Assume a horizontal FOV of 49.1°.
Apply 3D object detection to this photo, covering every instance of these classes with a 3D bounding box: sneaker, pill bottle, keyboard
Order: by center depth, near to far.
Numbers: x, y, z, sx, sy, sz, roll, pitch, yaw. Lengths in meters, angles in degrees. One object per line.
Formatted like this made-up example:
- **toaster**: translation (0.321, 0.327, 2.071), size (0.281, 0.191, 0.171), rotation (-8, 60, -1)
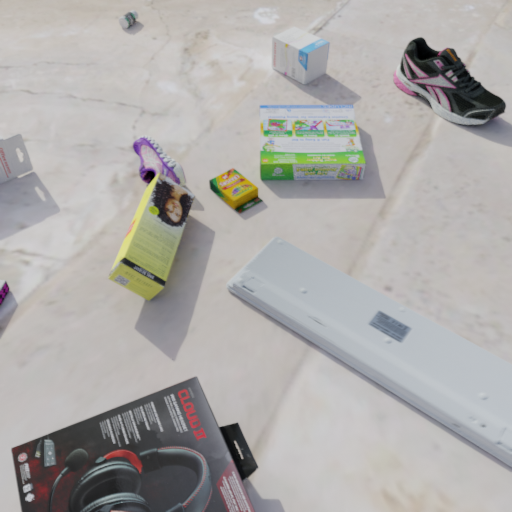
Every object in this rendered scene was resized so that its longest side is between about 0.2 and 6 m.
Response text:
- **keyboard**: translation (1.851, 1.180, 8.162), size (4.905, 0.262, 1.380), rotation (30, 50, 24)
- **sneaker**: translation (-1.969, -1.702, 10.517), size (0.661, 0.602, 1.496), rotation (-35, 57, -18)
- **sneaker**: translation (4.089, -3.786, 11.983), size (1.073, 1.153, 2.671), rotation (-37, 58, -27)
- **pill bottle**: translation (-3.360, -6.249, 14.777), size (0.300, 0.300, 0.531), rotation (21, 53, 18)

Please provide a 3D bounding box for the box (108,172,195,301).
- **box**: translation (-1.651, -0.365, 9.091), size (0.799, 0.532, 2.123), rotation (31, 45, -22)

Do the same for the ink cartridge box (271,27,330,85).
- **ink cartridge box**: translation (0.954, -4.701, 13.034), size (0.783, 0.804, 1.251), rotation (-36, 58, -28)

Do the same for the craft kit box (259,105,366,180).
- **craft kit box**: translation (1.053, -2.285, 11.118), size (1.993, 0.484, 1.968), rotation (0, 45, 0)

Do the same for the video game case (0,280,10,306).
- **video game case**: translation (-4.614, 0.905, 8.342), size (1.313, 0.259, 1.449), rotation (5, 48, 5)

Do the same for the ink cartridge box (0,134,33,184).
- **ink cartridge box**: translation (-5.037, -1.742, 10.308), size (1.543, 0.895, 0.524), rotation (-29, 54, -25)

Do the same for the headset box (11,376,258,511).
- **headset box**: translation (-1.230, 2.643, 6.313), size (2.492, 0.935, 1.852), rotation (-18, 50, -16)

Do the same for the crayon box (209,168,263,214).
- **crayon box**: translation (-0.366, -1.202, 10.272), size (0.579, 0.232, 0.911), rotation (-32, 56, -26)
